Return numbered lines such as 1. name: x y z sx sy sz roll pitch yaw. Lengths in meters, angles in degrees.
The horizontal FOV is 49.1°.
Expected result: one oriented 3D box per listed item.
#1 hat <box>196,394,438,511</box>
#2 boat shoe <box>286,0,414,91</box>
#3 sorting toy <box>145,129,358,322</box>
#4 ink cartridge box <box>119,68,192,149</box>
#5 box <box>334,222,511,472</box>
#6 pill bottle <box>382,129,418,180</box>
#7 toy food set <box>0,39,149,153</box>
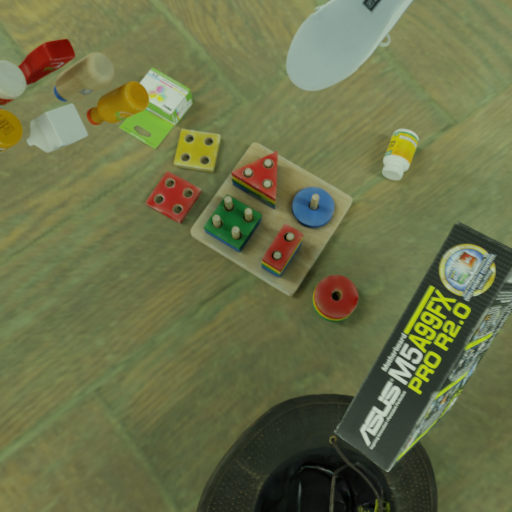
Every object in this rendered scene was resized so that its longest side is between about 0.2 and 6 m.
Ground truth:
1. hat: 0.698 3.474 7.696 3.527 1.423 3.527 4 81 -23
2. boat shoe: 1.398 -3.086 6.922 0.915 2.478 1.056 45 35 3
3. sorting toy: 0.157 -0.823 9.471 4.291 0.726 2.069 32 75 9
4. ink cartridge box: -1.848 -2.672 10.175 0.877 0.450 1.187 31 75 9
5. box: 2.176 0.915 6.275 0.648 2.928 2.345 33 103 27
6. pill bottle: 2.524 -1.774 9.893 0.468 0.468 0.829 22 75 6
7. toy food set: -2.584 -1.884 6.895 2.369 1.066 1.131 -40 112 -45
